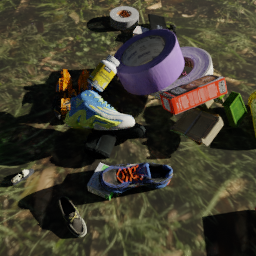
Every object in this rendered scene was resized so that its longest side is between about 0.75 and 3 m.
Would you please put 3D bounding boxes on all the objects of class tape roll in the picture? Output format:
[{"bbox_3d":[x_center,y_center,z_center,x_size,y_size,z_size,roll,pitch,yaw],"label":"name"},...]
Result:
[{"bbox_3d":[0.834,-2.794,11.759,2.830,1.202,2.830,-16,45,17],"label":"tape roll"},{"bbox_3d":[-0.207,-6.108,15.556,1.602,0.529,1.602,0,52,-1],"label":"tape roll"},{"bbox_3d":[2.112,-2.395,12.033,2.990,0.546,2.990,-15,44,15],"label":"tape roll"}]

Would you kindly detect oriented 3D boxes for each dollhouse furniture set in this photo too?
[{"bbox_3d":[3.150,-0.270,10.966,2.511,1.260,1.645,-50,43,-12],"label":"dollhouse furniture set"}]

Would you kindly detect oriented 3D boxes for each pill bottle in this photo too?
[{"bbox_3d":[-0.884,-2.039,10.348,0.709,0.709,1.266,36,90,24],"label":"pill bottle"}]

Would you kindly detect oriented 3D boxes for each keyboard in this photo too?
[{"bbox_3d":[1.885,-5.115,14.765,1.620,0.263,2.549,7,52,-15],"label":"keyboard"}]

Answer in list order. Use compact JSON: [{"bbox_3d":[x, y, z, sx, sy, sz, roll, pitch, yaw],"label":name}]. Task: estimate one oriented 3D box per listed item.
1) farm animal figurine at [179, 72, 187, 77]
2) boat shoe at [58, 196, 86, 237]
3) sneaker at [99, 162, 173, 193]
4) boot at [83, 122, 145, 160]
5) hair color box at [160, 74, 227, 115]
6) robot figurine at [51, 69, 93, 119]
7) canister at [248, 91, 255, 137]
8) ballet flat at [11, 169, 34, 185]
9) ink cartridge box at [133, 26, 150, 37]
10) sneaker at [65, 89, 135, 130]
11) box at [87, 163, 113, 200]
[{"bbox_3d":[2.296,-1.895,12.326,1.067,0.537,0.862,-31,77,-26],"label":"farm animal figurine"},{"bbox_3d":[-1.773,2.738,8.713,0.501,0.423,1.406,-30,58,-22],"label":"boat shoe"},{"bbox_3d":[0.306,1.458,8.990,2.531,0.993,0.954,-3,63,-19],"label":"sneaker"},{"bbox_3d":[-0.547,0.444,10.287,2.009,0.743,1.646,11,50,20],"label":"boot"},{"bbox_3d":[2.358,-1.259,10.203,2.132,0.653,1.082,-22,23,-9],"label":"hair color box"},{"bbox_3d":[-2.267,-1.404,11.737,1.841,0.739,2.539,-3,52,-4],"label":"robot figurine"},{"bbox_3d":[5.591,-0.438,10.936,1.465,0.854,1.973,6,54,5],"label":"canister"},{"bbox_3d":[-3.649,1.649,9.650,0.864,0.316,0.316,-35,60,-25],"label":"ballet flat"},{"bbox_3d":[0.797,-4.929,14.718,0.925,0.389,0.673,19,54,13],"label":"ink cartridge box"},{"bbox_3d":[-1.078,-0.675,9.947,2.797,1.059,1.469,1,92,25],"label":"sneaker"},{"bbox_3d":[-0.781,1.792,9.439,0.846,0.464,0.959,21,56,14],"label":"box"}]
